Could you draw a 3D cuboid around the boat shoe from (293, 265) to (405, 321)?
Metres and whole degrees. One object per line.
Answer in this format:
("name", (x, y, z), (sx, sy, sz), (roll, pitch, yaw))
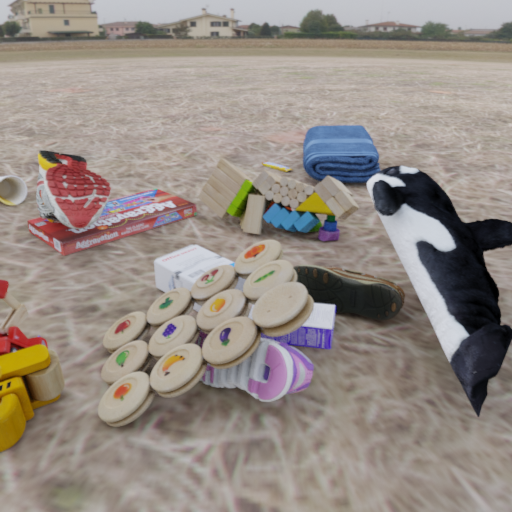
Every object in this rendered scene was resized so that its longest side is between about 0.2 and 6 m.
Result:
("boat shoe", (1.510, 0.565, 9.228), (1.936, 0.732, 0.715), (17, 20, 28))

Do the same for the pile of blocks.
("pile of blocks", (0.539, -1.114, 12.252), (3.632, 1.491, 1.129), (14, 4, 28))

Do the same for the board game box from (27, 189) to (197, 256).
("board game box", (-3.176, -0.860, 12.647), (3.322, 0.323, 1.710), (-22, 34, -38))

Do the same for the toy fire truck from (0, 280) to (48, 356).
("toy fire truck", (-3.195, 0.931, 7.347), (0.327, 1.343, 0.947), (-10, 65, 10))

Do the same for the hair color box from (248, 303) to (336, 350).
("hair color box", (0.538, 1.014, 8.524), (1.277, 0.414, 0.698), (7, 26, 9))

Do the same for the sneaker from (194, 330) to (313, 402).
("sneaker", (-0.064, 1.381, 7.379), (0.908, 0.826, 2.054), (11, -1, -43))

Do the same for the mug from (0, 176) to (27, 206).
("mug", (-6.291, -1.649, 13.917), (0.919, 0.736, 0.754), (-14, 20, -40))

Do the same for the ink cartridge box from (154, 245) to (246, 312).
("ink cartridge box", (-0.966, 0.377, 9.649), (1.345, 0.577, 0.985), (23, 35, 40))

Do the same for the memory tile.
("memory tile", (-0.784, 0.879, 7.412), (2.971, 0.249, 2.277), (-29, 28, 3))

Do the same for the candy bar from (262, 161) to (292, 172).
("candy bar", (0.621, -2.655, 16.715), (0.285, 0.127, 1.144), (-21, 33, -38))

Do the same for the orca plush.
("orca plush", (2.938, -0.186, 8.091), (1.695, 2.509, 4.769), (-27, 19, 15))

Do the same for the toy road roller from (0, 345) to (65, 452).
("toy road roller", (-2.869, 1.728, 6.631), (1.255, 0.771, 0.916), (-19, 43, -25))

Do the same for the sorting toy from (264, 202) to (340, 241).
("sorting toy", (0.986, -1.079, 12.454), (0.837, 0.831, 2.413), (-10, 26, -34))

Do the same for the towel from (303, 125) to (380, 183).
("towel", (2.441, -3.011, 16.551), (2.121, 0.922, 3.799), (2, 26, 4))

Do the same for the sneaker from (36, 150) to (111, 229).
("sneaker", (-3.814, -1.172, 11.511), (1.244, 1.313, 3.196), (5, 20, -27))
